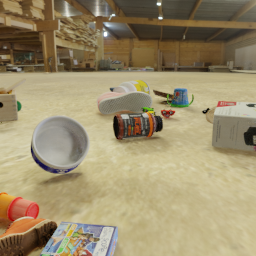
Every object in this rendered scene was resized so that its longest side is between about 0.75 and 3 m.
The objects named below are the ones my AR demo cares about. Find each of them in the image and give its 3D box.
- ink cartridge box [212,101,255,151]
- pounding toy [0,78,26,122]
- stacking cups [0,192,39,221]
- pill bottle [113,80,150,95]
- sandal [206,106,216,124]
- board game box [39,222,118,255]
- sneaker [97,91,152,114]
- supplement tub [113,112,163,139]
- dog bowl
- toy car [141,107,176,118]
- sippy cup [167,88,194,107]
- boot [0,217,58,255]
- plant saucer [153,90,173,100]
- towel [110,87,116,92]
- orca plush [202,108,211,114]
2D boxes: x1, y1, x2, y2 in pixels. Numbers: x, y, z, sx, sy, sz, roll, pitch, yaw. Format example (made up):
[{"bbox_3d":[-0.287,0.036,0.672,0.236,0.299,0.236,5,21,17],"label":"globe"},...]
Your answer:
[{"bbox_3d":[4.235,-0.082,9.135,2.696,1.117,1.965,5,20,20],"label":"ink cartridge box"},{"bbox_3d":[-5.957,-1.350,13.142,2.387,1.697,2.197,-6,16,-21],"label":"pounding toy"},{"bbox_3d":[-2.476,1.347,5.157,1.837,0.556,0.556,6,16,16],"label":"stacking cups"},{"bbox_3d":[0.175,-2.075,16.574,1.371,1.371,2.448,9,18,32],"label":"pill bottle"},{"bbox_3d":[4.534,-0.588,11.140,2.733,1.002,0.899,8,-18,15],"label":"sandal"},{"bbox_3d":[-0.723,1.821,3.859,0.950,0.242,1.403,2,15,9],"label":"board game box"},{"bbox_3d":[-0.278,-1.443,14.656,2.894,1.089,1.513,-9,22,-16],"label":"sneaker"},{"bbox_3d":[0.366,-0.101,9.959,1.690,0.904,0.904,-5,16,-17],"label":"supplement tub"},{"bbox_3d":[-1.695,0.416,6.995,1.393,1.393,0.549,-8,-23,-29],"label":"dog bowl"},{"bbox_3d":[1.191,-0.706,13.315,1.696,0.378,1.596,-7,16,-29],"label":"toy car"},{"bbox_3d":[3.010,-1.766,16.102,1.374,1.007,1.079,-12,19,-40],"label":"sippy cup"},{"bbox_3d":[-1.711,1.668,4.205,0.629,0.440,1.173,6,7,34],"label":"boot"},{"bbox_3d":[2.535,-2.032,17.688,2.100,0.337,2.100,13,9,-2],"label":"plant saucer"},{"bbox_3d":[0.040,-2.611,20.155,2.530,0.614,1.413,-7,16,-28],"label":"towel"},{"bbox_3d":[4.134,-0.793,14.077,0.811,0.288,0.427,-1,-30,-20],"label":"orca plush"}]
